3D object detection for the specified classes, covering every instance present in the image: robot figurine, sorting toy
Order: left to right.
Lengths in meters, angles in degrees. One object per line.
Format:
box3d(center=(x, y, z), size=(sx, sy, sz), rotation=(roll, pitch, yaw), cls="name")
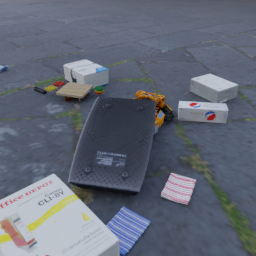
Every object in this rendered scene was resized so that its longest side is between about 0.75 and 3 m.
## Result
box3d(center=(-2.297, -1.492, 11.857), size=(2.418, 0.409, 1.166), rotation=(9, 33, 14), cls="sorting toy")
box3d(center=(0.502, -0.505, 9.832), size=(2.057, 0.826, 2.837), rotation=(14, 34, 16), cls="robot figurine")

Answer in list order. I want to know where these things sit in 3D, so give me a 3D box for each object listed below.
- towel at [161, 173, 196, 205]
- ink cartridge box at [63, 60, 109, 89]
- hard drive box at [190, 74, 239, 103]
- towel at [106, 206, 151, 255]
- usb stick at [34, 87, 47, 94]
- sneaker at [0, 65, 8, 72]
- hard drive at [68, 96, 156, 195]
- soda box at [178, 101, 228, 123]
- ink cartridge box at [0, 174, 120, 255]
box3d(center=(1.309, 1.523, 7.186), size=(0.710, 0.145, 0.971), rotation=(14, 34, 20), cls="towel")
box3d(center=(-1.977, -2.529, 13.195), size=(1.344, 0.775, 1.852), rotation=(-24, 39, -33), cls="ink cartridge box")
box3d(center=(3.660, -1.712, 12.019), size=(1.240, 0.611, 1.590), rotation=(-19, 36, -28), cls="hard drive box")
box3d(center=(-0.100, 2.202, 6.092), size=(0.780, 0.129, 1.078), rotation=(21, 37, 29), cls="towel")
box3d(center=(-3.900, -1.672, 12.432), size=(0.769, 0.125, 0.213), rotation=(23, 32, 33), cls="usb stick")
box3d(center=(-6.619, -3.046, 14.576), size=(0.851, 0.322, 0.328), rotation=(-29, 65, -39), cls="sneaker")
box3d(center=(-0.306, 0.407, 7.735), size=(1.994, 0.626, 2.956), rotation=(5, 53, 10), cls="hard drive")
box3d(center=(2.709, -0.585, 10.245), size=(1.723, 0.549, 0.587), rotation=(5, 32, 8), cls="soda box")
box3d(center=(-1.530, 2.138, 5.364), size=(1.703, 0.979, 2.346), rotation=(-25, 39, -34), cls="ink cartridge box")
